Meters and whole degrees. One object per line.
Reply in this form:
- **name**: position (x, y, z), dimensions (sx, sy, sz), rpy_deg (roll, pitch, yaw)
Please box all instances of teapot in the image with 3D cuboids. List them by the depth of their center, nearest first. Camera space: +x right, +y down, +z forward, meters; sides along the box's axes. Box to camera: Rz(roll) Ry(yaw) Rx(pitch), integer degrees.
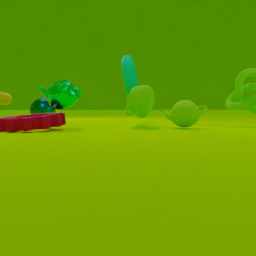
- **teapot**: position (-1.670, -0.868, 6.920), dimensions (1.277, 0.625, 0.794), rpy_deg (3, 47, 24)
- **teapot**: position (1.469, -0.416, 7.456), dimensions (1.262, 0.618, 0.785), rpy_deg (-8, -40, 17)
- **teapot**: position (0.314, -0.781, 7.732), dimensions (0.720, 0.914, 1.470), rpy_deg (15, 44, 19)

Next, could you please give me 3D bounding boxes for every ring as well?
- **ring**: position (0.131, -1.407, 8.880), dimensions (0.357, 1.785, 1.785), rpy_deg (-11, 3, 6)
- **ring**: position (-4.924, -1.118, 9.306), dimensions (2.007, 0.401, 2.007), rpy_deg (10, 2, 0)

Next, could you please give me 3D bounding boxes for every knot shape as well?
- **knot shape**: position (3.552, -0.918, 8.021), dimensions (0.636, 1.377, 1.289), rpy_deg (11, 33, -43)

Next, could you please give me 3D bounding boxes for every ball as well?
- **ball**: position (-3.076, -0.626, 10.130), dimensions (0.907, 0.907, 0.907), rpy_deg (0, 4, 0)

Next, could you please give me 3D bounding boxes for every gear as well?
- **gear**: position (-2.343, -0.160, 6.854), dimensions (1.571, 0.291, 1.571), rpy_deg (-4, 7, 0)
